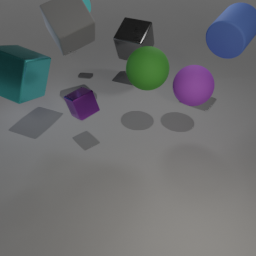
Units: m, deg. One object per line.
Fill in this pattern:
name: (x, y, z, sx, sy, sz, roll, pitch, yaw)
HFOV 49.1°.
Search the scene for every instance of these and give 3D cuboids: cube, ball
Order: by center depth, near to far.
cube: (-1.403, -0.743, 8.503, 0.700, 0.700, 0.700, -33, 32, -23)
ball: (0.631, -1.916, 9.043, 1.400, 1.400, 1.400, 0, 33, 0)
cube: (-3.563, -1.782, 9.080, 1.400, 1.400, 1.400, 22, 23, 11)
ball: (2.245, -1.455, 9.634, 1.400, 1.400, 1.400, 0, 33, 0)
cube: (-2.114, -3.740, 10.092, 1.400, 1.400, 1.400, -30, 85, -10)
cube: (0.315, -4.105, 13.220, 1.400, 1.400, 1.400, 17, 68, 18)

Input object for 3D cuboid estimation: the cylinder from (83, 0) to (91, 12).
cylinder: (-2.032, -5.190, 11.886, 0.700, 0.700, 0.700, 1, 32, 19)

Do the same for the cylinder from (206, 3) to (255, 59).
cylinder: (3.638, -3.361, 9.699, 1.400, 1.400, 1.400, 24, 56, 31)
